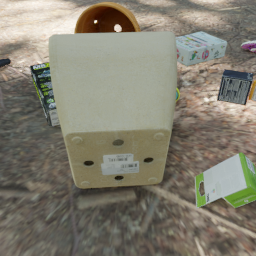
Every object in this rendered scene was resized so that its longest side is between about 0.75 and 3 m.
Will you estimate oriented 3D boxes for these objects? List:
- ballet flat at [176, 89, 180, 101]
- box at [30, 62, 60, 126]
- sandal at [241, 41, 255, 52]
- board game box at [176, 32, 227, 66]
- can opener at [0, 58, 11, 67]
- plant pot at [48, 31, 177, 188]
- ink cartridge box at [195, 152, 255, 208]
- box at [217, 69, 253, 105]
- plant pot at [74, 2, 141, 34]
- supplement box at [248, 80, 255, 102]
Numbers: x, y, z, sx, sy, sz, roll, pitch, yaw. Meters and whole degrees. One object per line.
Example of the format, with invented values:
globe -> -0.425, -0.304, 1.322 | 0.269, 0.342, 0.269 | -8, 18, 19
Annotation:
ballet flat -> 0.980, -1.390, 9.046 | 1.888, 0.631, 0.633 | 27, 31, 33
box -> -1.417, -1.389, 8.869 | 2.860, 0.679, 2.762 | -16, 41, -19
sandal -> 5.557, -3.323, 11.721 | 1.565, 0.637, 0.385 | 8, 78, 10
board game box -> 2.742, -3.280, 11.478 | 2.043, 0.657, 1.507 | -19, 40, -25
can opener -> -5.127, -2.284, 10.254 | 0.573, 0.710, 1.807 | 19, 31, 36
plant pot -> -0.250, -0.225, 5.985 | 2.675, 2.678, 2.371 | -3, 47, -4
ink cartridge box -> 1.950, 1.148, 5.606 | 0.447, 1.179, 0.871 | 39, 35, -21
box -> 3.276, -1.261, 8.593 | 0.872, 0.879, 0.542 | 13, 40, 16
plant pot -> -0.574, -3.463, 10.331 | 2.380, 2.380, 1.666 | 8, 35, 10
supplement box -> 4.837, -1.041, 8.455 | 1.863, 0.685, 1.174 | 29, 47, 33
